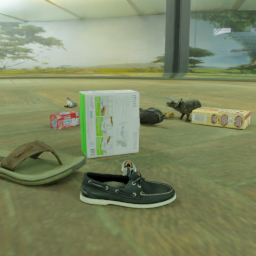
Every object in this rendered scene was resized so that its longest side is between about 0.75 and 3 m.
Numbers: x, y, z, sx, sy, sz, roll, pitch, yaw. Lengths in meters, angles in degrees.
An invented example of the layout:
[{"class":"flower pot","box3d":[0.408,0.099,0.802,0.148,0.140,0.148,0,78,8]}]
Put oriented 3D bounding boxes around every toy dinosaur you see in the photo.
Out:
[{"class":"toy dinosaur","box3d":[2.772,-0.902,12.426,2.105,1.076,0.810,-4,15,-13]}]

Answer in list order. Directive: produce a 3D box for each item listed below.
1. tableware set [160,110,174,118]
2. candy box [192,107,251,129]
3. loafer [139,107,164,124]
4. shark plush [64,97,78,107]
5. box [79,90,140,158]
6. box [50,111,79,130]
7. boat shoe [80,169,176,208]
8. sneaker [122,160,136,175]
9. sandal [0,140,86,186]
[{"class":"tableware set","box3d":[1.337,-0.661,13.238,1.693,0.260,1.141,6,13,28]},{"class":"candy box","box3d":[3.850,-0.447,11.608,2.100,0.581,1.212,9,17,32]},{"class":"loafer","box3d":[0.634,-0.435,11.556,0.708,0.713,1.959,-21,14,-35]},{"class":"shark plush","box3d":[-3.150,-1.300,15.831,0.516,0.563,1.240,22,-3,7]},{"class":"box","box3d":[-0.520,-0.162,8.048,1.580,1.790,0.866,-6,15,-20]},{"class":"box","box3d":[-2.527,-0.327,11.212,0.527,0.550,1.104,11,18,37]},{"class":"boat shoe","box3d":[-0.003,1.102,5.450,1.870,0.620,0.699,2,14,8]},{"class":"sneaker","box3d":[0.025,0.932,6.644,0.349,0.375,0.945,-2,13,-3]},{"class":"sandal","box3d":[-2.430,0.699,6.588,2.932,0.837,1.164,4,15,16]}]
